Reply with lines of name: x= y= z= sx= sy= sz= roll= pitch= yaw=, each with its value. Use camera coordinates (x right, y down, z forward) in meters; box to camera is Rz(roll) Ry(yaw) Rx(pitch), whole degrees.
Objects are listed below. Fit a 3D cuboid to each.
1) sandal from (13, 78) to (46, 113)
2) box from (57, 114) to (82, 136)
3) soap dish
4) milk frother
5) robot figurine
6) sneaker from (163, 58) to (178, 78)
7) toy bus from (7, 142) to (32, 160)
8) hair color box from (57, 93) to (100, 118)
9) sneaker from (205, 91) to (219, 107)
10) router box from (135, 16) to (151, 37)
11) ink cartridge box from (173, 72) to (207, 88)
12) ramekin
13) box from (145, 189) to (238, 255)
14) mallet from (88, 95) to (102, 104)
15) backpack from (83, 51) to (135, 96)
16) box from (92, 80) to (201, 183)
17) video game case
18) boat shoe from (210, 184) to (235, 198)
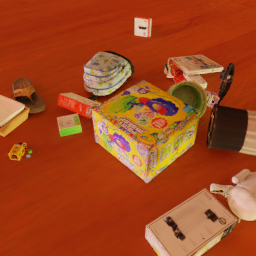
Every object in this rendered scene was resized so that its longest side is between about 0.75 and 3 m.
sandal: x=-4.175 y=-1.470 z=11.499 sx=1.091 sy=0.729 sz=2.669 roll=-17 pitch=46 yaw=-18
box: x=-2.156 y=-0.115 z=10.310 sx=0.784 sy=0.379 sz=0.692 roll=-12 pitch=46 yaw=-11
soap dish: x=-4.813 y=-0.496 z=10.448 sx=1.813 sy=0.736 sz=1.426 roll=21 pitch=47 yaw=20
milk frother: x=4.039 y=-0.539 z=9.148 sx=2.459 sy=2.615 sz=2.360 roll=9 pitch=40 yaw=9
robot figurine: x=3.453 y=1.871 z=7.724 sx=1.711 sy=0.966 sz=1.451 roll=-27 pitch=81 yaw=-27
sneaker: x=2.037 y=-2.762 z=13.173 sx=0.608 sy=0.552 sz=1.433 roll=16 pitch=44 yaw=-11
toy bus: x=-3.677 y=0.719 z=9.393 sx=0.711 sy=0.390 sz=0.754 roll=-27 pitch=50 yaw=-26
hair color box: x=-1.853 y=-0.900 z=10.853 sx=1.580 sy=0.484 sz=0.802 roll=21 pitch=19 yaw=23
sneaker: x=3.022 y=-1.318 z=11.508 sx=1.490 sy=0.599 sz=0.659 roll=16 pitch=39 yaw=11
router box: x=0.846 y=-5.732 z=15.894 sx=0.912 sy=1.017 sz=0.248 roll=14 pitch=44 yaw=16
ink cartridge box: x=2.750 y=-2.154 z=12.576 sx=1.107 sy=0.281 sz=1.257 roll=-11 pitch=44 yaw=-13
ramekin: x=2.089 y=-0.990 z=10.433 sx=1.524 sy=1.524 sz=0.744 roll=-8 pitch=9 yaw=-8
box: x=1.601 y=2.590 z=7.202 sx=2.066 sy=0.621 sz=1.205 roll=-25 pitch=48 yaw=-25
mallet: x=-1.038 y=-0.998 z=11.395 sx=1.264 sy=0.260 sz=0.416 roll=23 pitch=39 yaw=14
backpack: x=-0.985 y=-2.360 z=12.011 sx=1.847 sy=1.741 sz=2.264 roll=26 pitch=63 yaw=17
box: x=0.572 y=-0.010 z=9.334 sx=2.443 sy=1.547 sz=2.537 roll=-34 pitch=52 yaw=-30
video game case: x=3.192 y=-3.016 z=13.248 sx=1.776 sy=0.231 sz=1.951 roll=-9 pitch=33 yaw=-15
boat shoe: x=2.830 y=1.867 z=8.226 sx=0.803 sy=0.297 sz=0.343 roll=8 pitch=43 yaw=12
